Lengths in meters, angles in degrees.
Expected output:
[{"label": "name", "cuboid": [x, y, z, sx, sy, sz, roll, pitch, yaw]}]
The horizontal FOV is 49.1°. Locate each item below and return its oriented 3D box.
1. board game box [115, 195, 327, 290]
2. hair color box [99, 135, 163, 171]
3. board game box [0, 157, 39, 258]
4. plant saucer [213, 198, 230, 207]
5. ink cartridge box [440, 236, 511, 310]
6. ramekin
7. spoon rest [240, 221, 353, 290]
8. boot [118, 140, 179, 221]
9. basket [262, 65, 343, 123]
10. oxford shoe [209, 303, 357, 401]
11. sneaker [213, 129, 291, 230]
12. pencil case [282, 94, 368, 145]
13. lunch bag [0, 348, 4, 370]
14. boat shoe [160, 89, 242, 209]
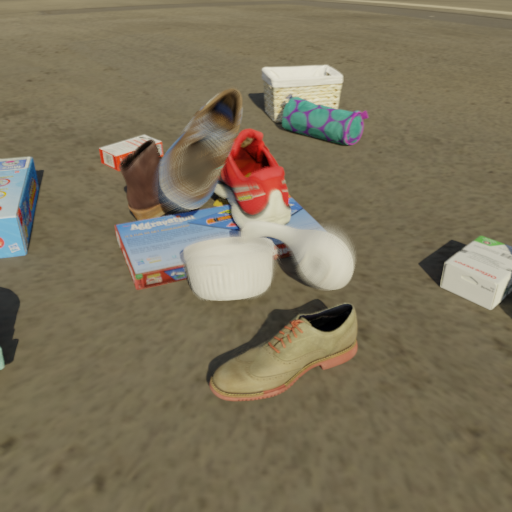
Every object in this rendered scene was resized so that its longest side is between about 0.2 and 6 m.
[{"label": "board game box", "cuboid": [-0.644, -0.354, 10.251, 3.532, 0.343, 1.818, -12, 35, -18]}, {"label": "hair color box", "cuboid": [-3.053, -2.540, 13.751, 0.748, 0.431, 1.348, 27, 42, 37]}, {"label": "board game box", "cuboid": [-5.818, -0.887, 10.674, 2.914, 0.814, 2.853, -7, 33, -11]}, {"label": "plant saucer", "cuboid": [-0.447, -1.187, 11.791, 0.689, 0.167, 0.689, 17, 35, 25]}, {"label": "ink cartridge box", "cuboid": [3.724, 0.244, 9.102, 1.252, 0.526, 0.914, -27, 41, -37]}, {"label": "ramekin", "cuboid": [-0.397, 0.188, 8.709, 1.393, 0.731, 1.393, -4, 13, 1]}, {"label": "spoon rest", "cuboid": [0.663, -0.107, 8.590, 1.841, 0.914, 0.558, 25, 36, 23]}, {"label": "boot", "cuboid": [-1.770, -1.591, 10.753, 0.670, 1.540, 1.852, 27, 56, 25]}, {"label": "basket", "cuboid": [1.313, -4.807, 16.592, 2.138, 1.319, 1.449, -6, 32, -11]}, {"label": "oxford shoe", "cuboid": [0.378, 1.166, 7.309, 2.215, 0.828, 0.780, -19, 36, -28]}, {"label": "sneaker", "cuboid": [-0.172, -1.802, 10.821, 1.332, 1.468, 3.458, -14, 34, -17]}, {"label": "pencil case", "cuboid": [1.772, -3.652, 15.038, 2.245, 0.955, 1.037, 25, 67, 34]}, {"label": "lunch bag", "cuboid": [-4.427, 1.527, 6.340, 2.560, 1.230, 3.192, -2, 32, -3]}, {"label": "boat shoe", "cuboid": [-0.896, -2.008, 9.732, 1.006, 1.008, 2.785, 26, 47, -15]}]
